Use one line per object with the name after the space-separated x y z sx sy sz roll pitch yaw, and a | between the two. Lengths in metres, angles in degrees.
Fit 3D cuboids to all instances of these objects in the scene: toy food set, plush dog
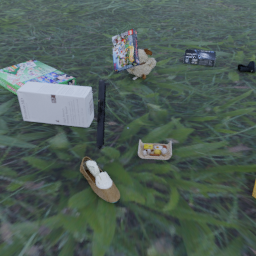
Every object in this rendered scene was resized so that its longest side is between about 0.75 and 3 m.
0.723 0.533 7.494 0.875 0.264 0.628 3 35 5 | toy food set
0.479 -2.592 11.074 1.245 1.069 0.999 -13 40 8 | plush dog

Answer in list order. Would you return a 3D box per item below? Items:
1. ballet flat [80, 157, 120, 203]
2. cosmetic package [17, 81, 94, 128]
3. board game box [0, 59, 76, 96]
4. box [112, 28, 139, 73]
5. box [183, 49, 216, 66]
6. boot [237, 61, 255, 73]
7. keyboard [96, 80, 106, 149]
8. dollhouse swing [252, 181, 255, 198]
-0.683 1.116 6.439 0.483 0.516 1.426 -21 40 -27 | ballet flat
-2.179 -0.729 8.596 2.140 1.088 0.792 5 33 8 | cosmetic package
-3.648 -1.874 10.814 2.862 0.417 1.926 28 44 34 | board game box
-0.075 -2.168 7.858 0.727 0.200 1.064 -13 72 30 | box
3.295 -3.249 12.890 1.398 0.304 1.120 9 36 13 | box
5.082 -2.672 12.046 0.688 0.313 0.819 9 42 7 | boot
-0.631 -0.330 6.645 0.201 0.940 1.565 1 79 -5 | keyboard
3.664 0.774 5.754 1.607 1.828 1.661 16 38 24 | dollhouse swing
